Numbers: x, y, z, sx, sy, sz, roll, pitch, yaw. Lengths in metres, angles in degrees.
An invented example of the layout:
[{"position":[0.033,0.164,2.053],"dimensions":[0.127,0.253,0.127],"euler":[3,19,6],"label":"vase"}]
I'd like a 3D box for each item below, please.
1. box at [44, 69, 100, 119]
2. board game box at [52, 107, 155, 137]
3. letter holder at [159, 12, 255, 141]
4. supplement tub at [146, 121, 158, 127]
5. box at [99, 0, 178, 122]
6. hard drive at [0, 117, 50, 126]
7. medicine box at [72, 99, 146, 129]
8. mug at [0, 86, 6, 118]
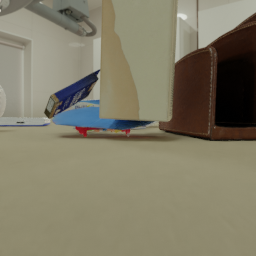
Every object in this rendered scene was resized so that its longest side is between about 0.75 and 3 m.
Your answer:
[{"position":[-0.810,-0.531,4.310],"dimensions":[0.974,0.158,0.590],"euler":[-38,-2,-33],"label":"box"},{"position":[-0.283,-0.032,3.605],"dimensions":[1.337,0.260,1.056],"euler":[4,17,17],"label":"board game box"},{"position":[1.269,-0.754,3.966],"dimensions":[1.199,1.695,2.384],"euler":[0,2,-6],"label":"letter holder"},{"position":[0.262,-0.831,8.364],"dimensions":[1.601,1.601,2.427],"euler":[0,1,-5],"label":"supplement tub"},{"position":[0.155,-0.987,2.969],"dimensions":[0.697,1.794,0.852],"euler":[3,4,12],"label":"box"},{"position":[-3.534,-0.220,9.732],"dimensions":[1.452,0.279,2.200],"euler":[0,2,-11],"label":"hard drive"},{"position":[-0.394,-0.295,6.166],"dimensions":[1.135,0.641,1.246],"euler":[2,3,39],"label":"medicine box"},{"position":[-2.991,-0.401,4.736],"dimensions":[1.565,1.156,1.372],"euler":[-33,-18,24],"label":"mug"}]
